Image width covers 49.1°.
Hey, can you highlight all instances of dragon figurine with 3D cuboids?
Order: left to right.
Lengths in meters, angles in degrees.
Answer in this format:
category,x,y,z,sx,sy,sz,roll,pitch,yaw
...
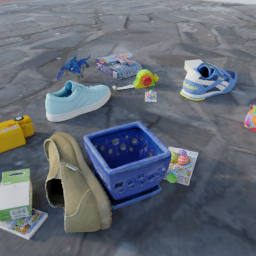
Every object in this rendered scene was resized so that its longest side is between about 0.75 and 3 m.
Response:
category,x,y,z,sx,sy,sz,roll,pitch,yaw
dragon figurine,-2.248,-2.714,11.907,0.608,1.028,2.067,-12,47,52

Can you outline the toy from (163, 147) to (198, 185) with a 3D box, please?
category,x,y,z,sx,sy,sz,roll,pitch,yaw
toy,1.324,0.856,7.338,0.837,0.343,1.453,12,35,17

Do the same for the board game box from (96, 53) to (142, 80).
category,x,y,z,sx,sy,sz,roll,pitch,yaw
board game box,-0.247,-2.978,13.086,1.816,0.560,1.817,-25,40,-32

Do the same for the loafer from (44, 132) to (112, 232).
category,x,y,z,sx,sy,sz,roll,pitch,yaw
loafer,-1.393,1.088,6.253,1.006,1.134,2.983,-13,35,-29

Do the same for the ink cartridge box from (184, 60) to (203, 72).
category,x,y,z,sx,sy,sz,roll,pitch,yaw
ink cartridge box,3.174,-2.614,12.631,0.765,0.437,1.474,-6,33,-10

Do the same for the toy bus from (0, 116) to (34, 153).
category,x,y,z,sx,sy,sz,roll,pitch,yaw
toy bus,-3.626,0.270,7.983,1.900,0.618,0.744,-21,38,-29

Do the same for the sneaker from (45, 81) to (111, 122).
category,x,y,z,sx,sy,sz,roll,pitch,yaw
sneaker,-1.643,-1.173,9.778,0.999,1.108,2.704,26,41,32

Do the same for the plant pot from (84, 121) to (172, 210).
category,x,y,z,sx,sy,sz,roll,pitch,yaw
plant pot,-0.048,0.881,6.371,1.493,1.342,1.493,-14,35,-22

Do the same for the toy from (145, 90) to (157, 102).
category,x,y,z,sx,sy,sz,roll,pitch,yaw
toy,0.879,-1.258,10.773,0.434,0.178,0.753,2,33,4

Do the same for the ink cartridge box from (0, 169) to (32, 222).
category,x,y,z,sx,sy,sz,roll,pitch,yaw
ink cartridge box,-2.487,1.456,6.238,0.629,0.359,1.211,-8,33,-14

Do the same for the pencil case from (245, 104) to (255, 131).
category,x,y,z,sx,sy,sz,roll,pitch,yaw
pencil case,4.465,-0.107,8.413,1.837,0.812,0.812,29,43,33

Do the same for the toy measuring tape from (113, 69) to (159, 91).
category,x,y,z,sx,sy,sz,roll,pitch,yaw
toy measuring tape,0.338,-1.989,11.446,1.985,0.730,0.730,-10,34,-15

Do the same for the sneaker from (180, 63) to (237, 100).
category,x,y,z,sx,sy,sz,roll,pitch,yaw
sneaker,3.326,-1.960,10.941,2.892,1.189,1.069,-21,37,-32

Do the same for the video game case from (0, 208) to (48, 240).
category,x,y,z,sx,sy,sz,roll,pitch,yaw
video game case,-2.254,1.932,5.907,0.900,0.081,0.644,12,34,19
